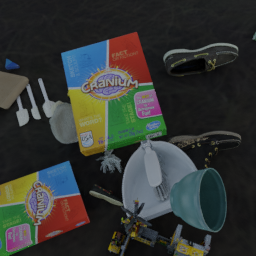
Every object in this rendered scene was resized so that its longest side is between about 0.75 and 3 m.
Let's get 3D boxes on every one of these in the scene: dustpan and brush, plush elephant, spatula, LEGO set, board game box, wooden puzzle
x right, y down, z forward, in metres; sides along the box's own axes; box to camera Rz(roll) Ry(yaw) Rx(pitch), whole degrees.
[{"bbox_3d":[0.593,0.775,7.178,1.947,0.799,2.790,-25,39,13],"label":"dustpan and brush"},{"bbox_3d":[-0.814,-0.508,7.355,2.434,2.288,2.955,-16,56,-11],"label":"plush elephant"},{"bbox_3d":[-3.024,-0.876,8.978,1.193,0.138,1.715,-22,56,-8],"label":"spatula"},{"bbox_3d":[0.621,2.671,5.664,2.338,1.355,1.798,24,58,16],"label":"LEGO set"},{"bbox_3d":[-2.202,1.894,6.790,2.132,0.430,1.631,-19,57,-13],"label":"board game box"},{"bbox_3d":[-4.217,-1.261,9.137,1.608,0.279,2.384,23,58,15],"label":"wooden puzzle"},{"bbox_3d":[-0.345,-0.753,6.010,1.780,0.469,2.326,-16,72,2],"label":"board game box"}]

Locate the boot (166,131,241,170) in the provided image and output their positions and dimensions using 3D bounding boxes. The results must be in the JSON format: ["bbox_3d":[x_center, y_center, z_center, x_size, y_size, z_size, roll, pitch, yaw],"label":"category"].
[{"bbox_3d":[2.058,0.876,7.325,2.007,0.734,1.511,-3,53,2],"label":"boot"}]

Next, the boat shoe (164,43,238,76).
[{"bbox_3d":[2.513,-2.239,9.504,2.525,0.900,0.760,-7,58,3],"label":"boat shoe"}]

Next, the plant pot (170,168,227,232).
[{"bbox_3d":[1.376,1.459,5.723,0.814,1.215,1.215,-13,44,39],"label":"plant pot"}]

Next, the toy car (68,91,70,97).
[{"bbox_3d":[-1.304,-1.526,9.311,1.258,0.298,1.336,4,55,3],"label":"toy car"}]

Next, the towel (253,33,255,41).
[{"bbox_3d":[6.029,-3.580,10.772,2.050,0.315,1.529,25,59,17],"label":"towel"}]

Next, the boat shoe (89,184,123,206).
[{"bbox_3d":[-0.507,1.671,6.994,0.900,0.329,0.282,21,57,10],"label":"boat shoe"}]
